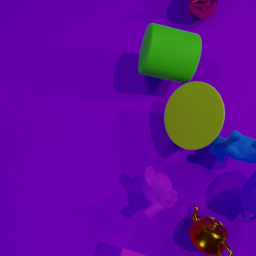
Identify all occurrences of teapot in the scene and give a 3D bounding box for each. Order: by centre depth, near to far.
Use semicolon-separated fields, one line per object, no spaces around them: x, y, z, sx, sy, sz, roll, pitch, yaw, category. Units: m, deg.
3.089;1.386;6.000;0.916;1.163;1.871;38;118;9;teapot
1.819;2.332;6.305;0.887;1.426;0.698;7;116;-31;teapot
1.927;-3.486;7.437;0.911;1.156;1.860;6;36;12;teapot

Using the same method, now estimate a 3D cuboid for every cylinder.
0.950;-1.748;6.634;1.172;1.172;1.172;10;77;-9;cylinder

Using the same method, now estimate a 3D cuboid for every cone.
1.946;-0.222;6.774;1.526;1.531;1.526;-6;82;44;cone

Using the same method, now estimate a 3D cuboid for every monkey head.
0.585;1.484;6.221;0.952;1.323;0.797;-35;49;-17;monkey head

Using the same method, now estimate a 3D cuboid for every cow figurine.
2.517;0.503;6.464;1.257;1.237;0.690;17;77;22;cow figurine

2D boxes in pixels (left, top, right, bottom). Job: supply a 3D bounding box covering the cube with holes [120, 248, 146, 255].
0.255;3.361;5.701;1.210;1.210;1.210;16;57;5;cube with holes
